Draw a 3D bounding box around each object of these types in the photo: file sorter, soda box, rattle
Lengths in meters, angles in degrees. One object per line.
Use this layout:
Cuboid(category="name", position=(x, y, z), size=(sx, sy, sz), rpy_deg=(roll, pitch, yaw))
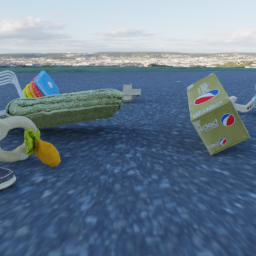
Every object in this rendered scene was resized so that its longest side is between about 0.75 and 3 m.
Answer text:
Cuboid(category="file sorter", position=(-3.509, -0.799, 7.722), size=(1.207, 1.084, 1.740), rpy_deg=(-23, 6, -20))
Cuboid(category="soda box", position=(2.082, -0.485, 6.874), size=(0.894, 0.946, 2.794), rpy_deg=(-28, 15, 20))
Cuboid(category="rattle", position=(-2.142, 0.317, 4.957), size=(1.090, 0.993, 1.525), rpy_deg=(54, 11, 32))

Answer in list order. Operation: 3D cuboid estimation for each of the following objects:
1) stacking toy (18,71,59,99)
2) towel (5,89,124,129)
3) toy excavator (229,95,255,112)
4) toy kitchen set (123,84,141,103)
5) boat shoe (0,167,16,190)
Cuboid(category="stacking toy", position=(-3.430, -1.127, 9.888), size=(1.786, 0.980, 1.037), rpy_deg=(-26, 28, 16))
Cuboid(category="towel", position=(-1.482, -0.484, 7.268), size=(2.797, 0.510, 2.075), rpy_deg=(-10, -7, -6))
Cuboid(category="toy excavator", position=(4.567, -0.854, 9.888), size=(1.594, 1.639, 0.819), rpy_deg=(45, 16, -5))
Cuboid(category="toy kitchen set", position=(0.196, -1.385, 12.674), size=(0.784, 0.867, 0.962), rpy_deg=(-2, 54, 5))
Cuboid(category="boat shoe", position=(-2.626, 0.683, 4.501), size=(1.633, 0.529, 0.587), rpy_deg=(3, 15, 11))
